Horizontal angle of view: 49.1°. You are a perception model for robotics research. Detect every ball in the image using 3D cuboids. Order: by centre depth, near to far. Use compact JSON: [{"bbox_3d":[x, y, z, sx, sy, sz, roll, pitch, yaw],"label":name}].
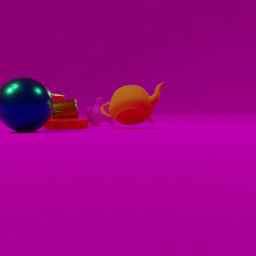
[{"bbox_3d":[-2.389,-0.537,6.492,1.280,1.280,1.280,0,3,0],"label":"ball"}]

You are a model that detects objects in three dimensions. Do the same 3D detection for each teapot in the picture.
[{"bbox_3d":[0.145,-0.745,8.103,2.072,1.015,1.288,-16,-29,19],"label":"teapot"}]

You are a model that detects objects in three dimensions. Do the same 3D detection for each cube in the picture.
[{"bbox_3d":[-3.296,-0.721,10.969,1.179,1.179,1.179,1,3,20],"label":"cube"}]

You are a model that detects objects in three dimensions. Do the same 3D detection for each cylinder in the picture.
[{"bbox_3d":[-2.059,-0.505,9.158,0.816,0.816,0.816,-9,5,-11],"label":"cylinder"}]

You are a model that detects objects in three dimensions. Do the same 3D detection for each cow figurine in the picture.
[{"bbox_3d":[-0.927,-0.432,9.955,0.739,1.326,1.347,26,50,19],"label":"cow figurine"}]

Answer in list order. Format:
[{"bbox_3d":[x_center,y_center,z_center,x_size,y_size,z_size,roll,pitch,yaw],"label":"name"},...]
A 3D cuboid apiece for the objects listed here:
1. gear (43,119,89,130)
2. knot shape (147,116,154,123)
[{"bbox_3d":[-1.778,-0.121,8.047,1.270,0.235,1.270,0,5,0],"label":"gear"},{"bbox_3d":[0.739,-0.534,12.721,1.055,0.487,0.987,8,-13,-13],"label":"knot shape"}]
